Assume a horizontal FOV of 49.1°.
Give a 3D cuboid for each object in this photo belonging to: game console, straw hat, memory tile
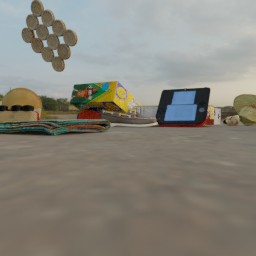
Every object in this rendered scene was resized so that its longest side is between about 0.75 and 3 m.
[{"bbox_3d":[1.965,-0.777,10.098,1.852,1.638,0.288,1,-28,26],"label":"game console"},{"bbox_3d":[5.261,-0.528,12.045,0.812,1.918,1.918,-47,26,-24],"label":"straw hat"},{"bbox_3d":[-2.618,-2.993,9.207,2.095,1.606,0.176,43,35,10],"label":"memory tile"}]

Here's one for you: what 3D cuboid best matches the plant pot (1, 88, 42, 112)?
[{"bbox_3d":[-3.822,-0.621,9.893,1.446,1.446,1.552,0,14,-15],"label":"plant pot"}]

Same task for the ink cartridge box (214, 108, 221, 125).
[{"bbox_3d":[4.137,-0.617,15.015,1.796,0.893,0.352,1,1,-16],"label":"ink cartridge box"}]

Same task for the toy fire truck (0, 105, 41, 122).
[{"bbox_3d":[-3.142,-0.331,8.355,1.164,0.851,1.322,-1,-10,3],"label":"toy fire truck"}]

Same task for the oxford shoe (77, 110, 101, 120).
[{"bbox_3d":[-1.273,-0.339,11.855,1.858,0.661,0.674,7,-10,17],"label":"oxford shoe"}]

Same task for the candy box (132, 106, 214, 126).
[{"bbox_3d":[1.834,-0.484,11.341,2.943,0.831,1.717,3,2,27],"label":"candy box"}]

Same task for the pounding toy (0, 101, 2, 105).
[{"bbox_3d":[-5.660,-0.647,13.274,2.028,0.941,1.566,-34,39,-2],"label":"pounding toy"}]

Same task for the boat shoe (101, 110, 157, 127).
[{"bbox_3d":[0.004,-0.357,10.109,2.124,0.632,0.763,1,2,18],"label":"boat shoe"}]

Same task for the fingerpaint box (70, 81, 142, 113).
[{"bbox_3d":[-0.832,-0.965,12.255,2.200,0.967,2.637,1,-19,28],"label":"fingerpaint box"}]

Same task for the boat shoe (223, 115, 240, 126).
[{"bbox_3d":[4.482,-0.290,12.235,0.417,0.445,1.206,-2,-8,-1],"label":"boat shoe"}]

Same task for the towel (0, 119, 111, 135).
[{"bbox_3d":[-1.790,-0.024,5.662,2.419,0.262,1.774,-1,1,28],"label":"towel"}]
